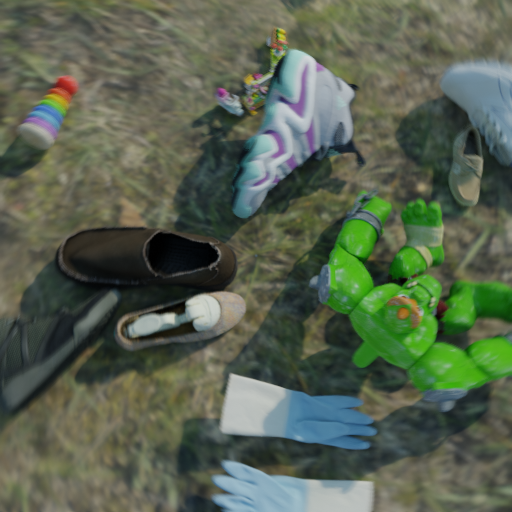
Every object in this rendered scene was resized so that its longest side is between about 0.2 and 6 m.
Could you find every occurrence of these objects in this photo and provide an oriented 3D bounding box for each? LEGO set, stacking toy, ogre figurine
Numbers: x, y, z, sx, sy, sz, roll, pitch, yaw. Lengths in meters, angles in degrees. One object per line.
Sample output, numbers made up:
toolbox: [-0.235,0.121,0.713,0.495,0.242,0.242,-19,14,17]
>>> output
LEGO set: [0.196,-3.750,11.191,1.033,0.836,2.247,33,76,10]
stacking toy: [-4.035,-2.904,11.112,0.664,0.664,1.556,18,66,6]
ogre figurine: [2.714,0.807,9.301,2.446,2.002,4.080,-38,91,-29]

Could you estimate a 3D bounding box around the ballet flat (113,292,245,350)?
ballet flat: [-1.317,1.130,9.697,2.361,0.794,0.804,-17,73,-6]

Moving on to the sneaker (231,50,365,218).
sneaker: [0.977,-1.934,10.464,2.239,1.244,3.201,21,96,-15]

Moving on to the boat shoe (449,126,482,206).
boat shoe: [4.062,-1.731,10.733,0.564,0.508,1.564,7,73,2]

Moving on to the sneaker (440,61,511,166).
sneaker: [4.856,-2.572,10.707,3.136,1.168,1.366,35,81,11]

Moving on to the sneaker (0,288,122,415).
sneaker: [-3.621,1.242,9.541,2.665,1.019,1.526,-43,84,-6]

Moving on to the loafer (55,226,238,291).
loafer: [-1.971,-0.075,9.870,3.274,1.168,1.195,0,73,0]

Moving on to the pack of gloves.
pack of gloves: [0.623,3.317,9.281,2.642,0.521,2.220,12,74,-7]
